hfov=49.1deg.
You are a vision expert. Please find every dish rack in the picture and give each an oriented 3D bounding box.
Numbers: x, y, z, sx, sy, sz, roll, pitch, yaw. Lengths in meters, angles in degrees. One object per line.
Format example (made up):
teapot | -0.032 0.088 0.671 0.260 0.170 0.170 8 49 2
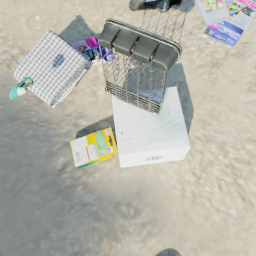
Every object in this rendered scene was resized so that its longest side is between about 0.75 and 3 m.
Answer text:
dish rack | 0.228 -1.468 7.721 2.109 2.750 0.750 26 68 14

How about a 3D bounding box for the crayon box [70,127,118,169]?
crayon box | -1.131 0.685 9.560 1.512 0.390 0.951 -19 68 5

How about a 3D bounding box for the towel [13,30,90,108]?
towel | -2.750 -2.182 10.240 1.933 0.999 2.334 37 87 7

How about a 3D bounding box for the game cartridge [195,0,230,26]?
game cartridge | 2.816 -4.284 9.569 0.957 0.294 1.437 -21 91 -7

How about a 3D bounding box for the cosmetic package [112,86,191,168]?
cosmetic package | 0.691 -0.038 9.471 2.230 1.375 2.237 -7 66 -3

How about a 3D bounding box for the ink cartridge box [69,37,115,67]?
ink cartridge box | -1.777 -2.965 11.223 2.322 0.431 1.100 -17 70 -9

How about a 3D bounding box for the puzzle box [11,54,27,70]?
puzzle box | -3.938 -2.342 11.087 1.219 0.155 0.811 40 72 15

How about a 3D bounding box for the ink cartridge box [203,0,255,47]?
ink cartridge box | 4.421 -4.644 11.888 1.461 0.514 2.449 32 73 13

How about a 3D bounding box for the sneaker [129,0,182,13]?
sneaker | 1.258 -5.423 12.020 2.440 0.811 1.104 -21 66 -10

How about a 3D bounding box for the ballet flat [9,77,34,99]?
ballet flat | -2.998 -1.150 7.975 0.327 0.312 0.928 7 46 19
